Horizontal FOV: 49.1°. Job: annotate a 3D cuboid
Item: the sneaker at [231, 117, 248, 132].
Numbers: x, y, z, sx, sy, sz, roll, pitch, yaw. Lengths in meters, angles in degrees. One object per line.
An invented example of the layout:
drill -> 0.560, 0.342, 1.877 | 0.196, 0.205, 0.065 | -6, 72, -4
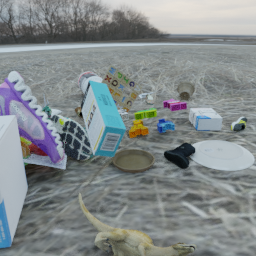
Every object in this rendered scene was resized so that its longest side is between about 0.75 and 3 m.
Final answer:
sneaker -> 4.521, -0.100, 11.163 | 1.057, 0.394, 0.447 | -27, 39, -33

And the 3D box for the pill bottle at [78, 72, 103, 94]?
pill bottle -> -1.920, -2.277, 15.328 | 1.278, 1.278, 2.309 | -8, 23, -18

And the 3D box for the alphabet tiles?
alphabet tiles -> -0.514, -1.152, 11.096 | 1.740, 2.081, 0.079 | 29, -2, -35

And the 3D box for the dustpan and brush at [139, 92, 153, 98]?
dustpan and brush -> 1.046, -1.866, 15.704 | 0.809, 0.232, 0.565 | -4, 22, -11

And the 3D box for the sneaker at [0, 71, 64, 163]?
sneaker -> -2.740, -0.105, 7.472 | 1.199, 2.712, 1.091 | -35, 1, -20

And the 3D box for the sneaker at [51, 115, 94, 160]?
sneaker -> -1.729, 0.206, 9.408 | 1.106, 1.077, 2.778 | 12, 14, -38

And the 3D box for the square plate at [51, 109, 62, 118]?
square plate -> -3.854, -0.688, 12.835 | 1.203, 0.171, 1.191 | 8, 23, 18

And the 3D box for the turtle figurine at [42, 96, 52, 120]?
turtle figurine -> -3.531, -0.274, 10.405 | 1.814, 1.220, 2.423 | -10, 35, 19

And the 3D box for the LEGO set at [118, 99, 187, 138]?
LEGO set -> 0.692, -0.354, 10.857 | 2.927, 1.116, 1.201 | -10, 20, -7

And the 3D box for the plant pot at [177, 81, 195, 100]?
plant pot -> 3.116, -1.963, 15.232 | 0.945, 0.945, 0.820 | 6, 38, 14

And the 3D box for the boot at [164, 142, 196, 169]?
boot -> 1.761, 0.806, 8.642 | 0.908, 0.413, 1.080 | -21, 22, -25

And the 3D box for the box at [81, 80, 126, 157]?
box -> -0.822, -0.353, 8.380 | 0.624, 1.044, 2.538 | 9, 33, -25

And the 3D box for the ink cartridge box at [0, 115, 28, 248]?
ink cartridge box -> -3.814, 1.094, 5.728 | 2.850, 2.091, 2.081 | -4, 22, -9

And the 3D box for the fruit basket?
fruit basket -> -2.965, 0.756, 8.211 | 2.302, 1.079, 2.132 | 17, 7, -14

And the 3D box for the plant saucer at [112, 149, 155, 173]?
plant saucer -> 0.164, 1.004, 8.545 | 1.325, 0.195, 1.325 | 0, 22, 0

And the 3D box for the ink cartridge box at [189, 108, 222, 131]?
ink cartridge box -> 3.154, -0.378, 11.510 | 0.973, 0.562, 1.333 | -1, 22, -3

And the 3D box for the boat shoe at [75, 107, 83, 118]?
boat shoe -> -2.081, -0.684, 12.527 | 0.392, 0.402, 1.062 | -23, 31, -40

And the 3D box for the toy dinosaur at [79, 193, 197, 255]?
toy dinosaur -> -0.131, 2.156, 5.271 | 2.644, 0.769, 1.337 | 16, 10, 19

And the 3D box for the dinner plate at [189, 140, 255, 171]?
dinner plate -> 2.995, 0.776, 9.089 | 2.075, 0.251, 2.075 | -1, 21, 1

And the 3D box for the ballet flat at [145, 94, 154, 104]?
ballet flat -> 1.123, -1.553, 14.735 | 0.371, 0.367, 1.091 | -4, 22, -11
